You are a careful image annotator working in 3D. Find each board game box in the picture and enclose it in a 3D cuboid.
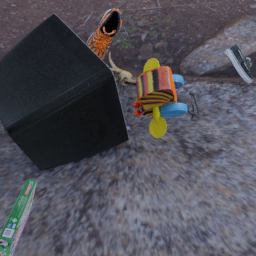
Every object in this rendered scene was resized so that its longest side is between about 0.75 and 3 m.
[{"bbox_3d":[-2.001,1.728,5.020,0.207,0.957,1.423,15,26,-9],"label":"board game box"}]

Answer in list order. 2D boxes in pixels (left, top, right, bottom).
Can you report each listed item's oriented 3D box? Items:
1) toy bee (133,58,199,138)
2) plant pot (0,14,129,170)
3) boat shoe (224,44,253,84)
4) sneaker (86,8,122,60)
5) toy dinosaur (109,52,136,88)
[{"bbox_3d":[0.721,-0.576,6.999,1.546,2.843,1.861,-11,56,23],"label":"toy bee"},{"bbox_3d":[-1.775,-0.595,6.698,2.314,2.602,2.609,-33,58,-13],"label":"plant pot"},{"bbox_3d":[3.494,-1.923,8.484,0.500,1.410,0.508,-35,32,23],"label":"boat shoe"},{"bbox_3d":[-0.834,-2.932,9.080,0.776,2.001,1.121,22,18,-14],"label":"sneaker"},{"bbox_3d":[-0.298,-1.763,9.164,1.754,0.511,0.887,42,46,20],"label":"toy dinosaur"}]
